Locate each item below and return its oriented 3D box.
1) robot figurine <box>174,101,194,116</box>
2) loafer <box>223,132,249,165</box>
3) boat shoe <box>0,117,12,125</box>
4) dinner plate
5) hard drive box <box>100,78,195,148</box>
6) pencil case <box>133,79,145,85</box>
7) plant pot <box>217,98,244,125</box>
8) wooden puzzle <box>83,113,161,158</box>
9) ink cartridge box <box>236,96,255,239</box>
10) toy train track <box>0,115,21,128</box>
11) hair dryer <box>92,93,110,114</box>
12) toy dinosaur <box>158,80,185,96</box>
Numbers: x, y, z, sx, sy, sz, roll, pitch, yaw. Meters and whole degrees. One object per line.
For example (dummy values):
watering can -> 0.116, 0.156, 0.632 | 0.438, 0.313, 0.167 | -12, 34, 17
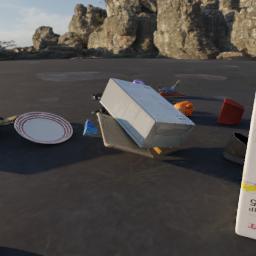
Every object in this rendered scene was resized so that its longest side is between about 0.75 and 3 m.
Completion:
robot figurine -> 2.571, -0.861, 13.144 | 1.201, 0.701, 0.864 | -16, 27, -42
loafer -> 3.903, 0.727, 7.840 | 2.592, 0.920, 0.946 | 16, 24, 41
boat shoe -> -5.496, -0.318, 12.030 | 1.082, 0.337, 0.404 | -2, 16, -9
dinner plate -> -3.098, 0.022, 10.363 | 2.063, 0.250, 2.063 | 15, 30, -9
hard drive box -> 0.613, -0.512, 9.435 | 2.019, 0.995, 2.591 | 4, 33, -42
pencil case -> 0.025, -1.442, 12.790 | 0.793, 1.855, 0.779 | 6, 54, -42
plant pot -> 4.501, -0.646, 12.177 | 0.884, 1.003, 1.002 | 19, 23, 16
wooden puzzle -> -0.119, 0.265, 8.779 | 2.829, 0.331, 1.908 | 21, 27, -22
ink cartridge box -> 3.243, 0.678, 5.297 | 1.892, 2.578, 1.883 | 8, 21, 24
toy train track -> -4.473, -0.183, 11.381 | 1.699, 0.482, 2.962 | -14, 4, 26
hair dryer -> -0.433, -1.150, 14.422 | 2.918, 0.793, 2.223 | -7, 36, -7
toy dinosaur -> 2.671, -2.177, 17.625 | 1.687, 1.859, 0.976 | 31, -6, 3
